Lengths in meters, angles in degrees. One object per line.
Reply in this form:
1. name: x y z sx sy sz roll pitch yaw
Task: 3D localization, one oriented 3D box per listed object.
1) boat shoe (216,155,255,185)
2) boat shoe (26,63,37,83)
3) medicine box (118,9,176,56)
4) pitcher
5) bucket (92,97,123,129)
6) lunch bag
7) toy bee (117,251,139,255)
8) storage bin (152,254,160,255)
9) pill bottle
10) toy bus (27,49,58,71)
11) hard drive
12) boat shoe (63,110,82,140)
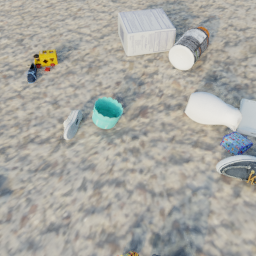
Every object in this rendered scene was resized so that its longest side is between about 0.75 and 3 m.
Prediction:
1. boat shoe: 4.309 1.607 9.412 2.474 0.875 1.123 1 44 -2
2. boat shoe: -4.692 -2.660 13.511 0.526 0.429 1.249 -9 49 -8
3. medicine box: 0.948 -5.217 15.156 2.607 1.342 2.375 -9 49 -9
4. pitcher: 3.472 -0.784 11.480 2.056 1.246 1.764 19 27 7
5. bucket: -0.863 -0.591 11.274 1.199 0.780 1.199 13 48 -14
6. lunch bag: 4.221 0.528 10.715 1.072 0.504 0.807 -23 49 -31
7. toy bee: -0.078 3.691 7.798 0.572 0.475 0.874 -17 12 35
8. storage bin: 0.871 4.121 7.208 1.049 1.137 1.562 6 42 44
9. pill bottle: 3.233 -4.163 14.209 1.384 1.384 2.605 26 53 21
10. toy bus: -4.235 -3.547 14.087 1.363 0.746 1.445 26 53 21
11. hard drive: 5.262 -0.406 11.643 1.243 0.248 1.885 15 51 13
12. boat shoe: -2.319 -0.146 11.234 0.511 0.519 1.465 0 54 23
